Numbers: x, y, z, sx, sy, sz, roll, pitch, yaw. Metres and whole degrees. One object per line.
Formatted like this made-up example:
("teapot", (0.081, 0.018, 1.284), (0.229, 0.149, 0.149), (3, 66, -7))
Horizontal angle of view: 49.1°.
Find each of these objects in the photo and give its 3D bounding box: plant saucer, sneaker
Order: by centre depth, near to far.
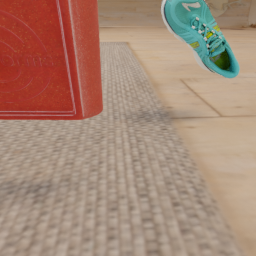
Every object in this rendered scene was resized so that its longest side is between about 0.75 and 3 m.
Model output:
("plant saucer", (-1.456, -0.838, 3.162), (2.269, 2.273, 0.417), (0, 47, -2))
("sneaker", (1.840, -2.160, 6.565), (2.685, 1.041, 1.069), (35, 18, -33))
